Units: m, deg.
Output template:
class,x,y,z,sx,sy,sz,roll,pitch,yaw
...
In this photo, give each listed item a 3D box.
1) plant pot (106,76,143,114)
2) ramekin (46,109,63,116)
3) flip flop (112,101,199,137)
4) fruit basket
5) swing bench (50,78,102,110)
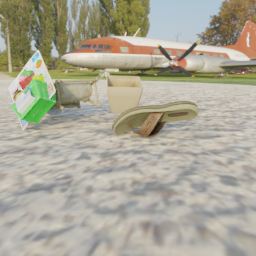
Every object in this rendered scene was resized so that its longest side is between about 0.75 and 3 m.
class,x,y,z,sx,sy,sz,roll,pitch,yaw
plant pot,-0.129,-0.892,7.753,0.949,0.841,0.950,1,27,-5
ramekin,-2.977,-1.061,10.529,0.614,1.170,1.170,6,13,30
flip flop,0.713,-0.134,7.548,2.397,0.690,0.972,-9,-23,10
fruit basket,-3.045,-1.191,8.572,0.908,1.794,1.937,12,42,-56
swing bench,-2.019,-1.142,9.690,1.562,1.019,1.570,-10,8,-41
